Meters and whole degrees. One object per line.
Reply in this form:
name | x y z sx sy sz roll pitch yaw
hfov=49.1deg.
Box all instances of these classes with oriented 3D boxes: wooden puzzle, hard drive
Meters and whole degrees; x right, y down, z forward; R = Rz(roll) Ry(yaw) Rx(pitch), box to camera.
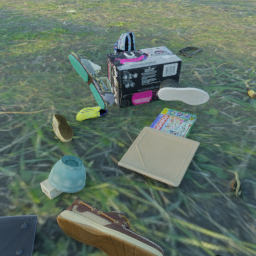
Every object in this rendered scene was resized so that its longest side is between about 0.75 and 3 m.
wooden puzzle | 1.006 0.848 8.845 1.951 0.393 2.109 18 43 24
hard drive | -3.110 2.665 6.241 2.049 0.434 1.382 -5 35 -7

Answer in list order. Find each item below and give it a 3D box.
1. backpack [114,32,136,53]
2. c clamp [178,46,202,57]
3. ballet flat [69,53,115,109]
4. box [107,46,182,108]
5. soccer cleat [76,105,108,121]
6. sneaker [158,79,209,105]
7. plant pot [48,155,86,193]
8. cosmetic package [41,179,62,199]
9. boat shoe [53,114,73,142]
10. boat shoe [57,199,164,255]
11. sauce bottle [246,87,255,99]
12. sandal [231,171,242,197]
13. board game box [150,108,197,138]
backpack | -0.155 -4.828 16.307 0.995 1.480 1.351 19 40 25
c clamp | 3.948 -4.672 17.246 1.525 0.242 1.785 18 39 32
ballet flat | -1.226 -1.826 10.319 0.856 2.381 0.856 -33 1 1
box | 0.628 -2.294 12.153 2.832 1.871 1.625 -14 41 -19
soccer cleat | -1.393 -0.577 11.010 1.311 0.424 0.548 -23 40 -30
sneaker | 2.050 -1.415 10.499 1.913 0.676 0.949 6 36 -4
plant pot | -1.639 1.210 7.870 1.044 0.699 1.044 16 22 -7
cosmetic package | -1.938 1.552 7.965 0.484 0.342 0.934 27 43 34
boat shoe | -2.382 0.078 10.100 0.565 0.483 1.542 11 29 -32
boat shoe | -0.333 2.295 6.390 2.644 0.954 0.952 11 37 27
sauce bottle | 5.574 -1.604 12.666 0.259 0.259 0.784 -2 36 -3
sandal | 3.054 1.608 7.929 0.272 0.378 0.952 -8 24 20
board game box | 1.628 -0.050 10.362 1.339 0.290 1.989 16 38 21
